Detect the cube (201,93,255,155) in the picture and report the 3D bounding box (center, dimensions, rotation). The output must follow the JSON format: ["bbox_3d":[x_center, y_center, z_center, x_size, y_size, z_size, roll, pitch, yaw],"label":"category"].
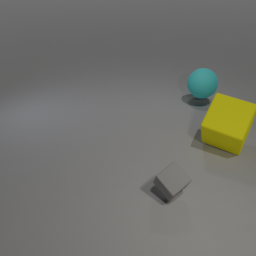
[{"bbox_3d":[3.484,-0.127,9.768,1.400,1.400,1.400,22,72,25],"label":"cube"}]

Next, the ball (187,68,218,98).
[{"bbox_3d":[3.497,-2.091,13.141,1.400,1.400,1.400,0,29,0],"label":"ball"}]

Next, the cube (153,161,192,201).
[{"bbox_3d":[1.210,1.470,7.728,0.700,0.700,0.700,-36,71,-17],"label":"cube"}]
